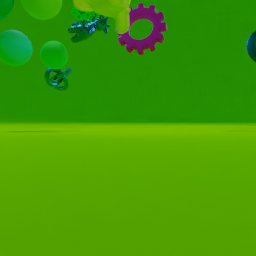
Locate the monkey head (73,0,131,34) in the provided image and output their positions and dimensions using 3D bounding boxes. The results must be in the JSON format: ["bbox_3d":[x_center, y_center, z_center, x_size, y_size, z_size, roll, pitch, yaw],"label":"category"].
[{"bbox_3d":[-0.429,-2.714,6.147,1.000,1.193,1.659,12,35,24],"label":"monkey head"}]

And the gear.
[{"bbox_3d":[0.445,-3.386,9.589,1.705,1.705,0.315,0,-8,14],"label":"gear"}]

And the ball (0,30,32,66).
[{"bbox_3d":[-2.478,-1.731,6.078,0.756,0.756,0.756,0,1,0],"label":"ball"}]

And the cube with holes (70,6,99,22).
[{"bbox_3d":[-1.538,-4.358,10.393,0.730,0.730,0.730,39,28,-2],"label":"cube with holes"}]

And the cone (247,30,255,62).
[{"bbox_3d":[2.925,-1.620,6.097,0.846,0.846,0.849,0,-6,9],"label":"cone"}]

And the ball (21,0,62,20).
[{"bbox_3d":[-1.688,-2.534,5.471,0.780,0.780,0.780,0,1,0],"label":"ball"}]

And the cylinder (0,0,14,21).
[{"bbox_3d":[-3.374,-3.049,6.320,1.193,1.193,1.193,-1,20,-44],"label":"cylinder"}]

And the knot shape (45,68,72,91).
[{"bbox_3d":[-2.745,-2.083,11.429,1.127,0.556,1.204,-36,-28,1],"label":"knot shape"}]

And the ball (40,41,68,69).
[{"bbox_3d":[-2.507,-2.483,9.532,0.930,0.930,0.930,0,1,0],"label":"ball"}]

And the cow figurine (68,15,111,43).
[{"bbox_3d":[-1.325,-3.510,9.859,1.336,0.745,1.357,-9,30,10],"label":"cow figurine"}]
